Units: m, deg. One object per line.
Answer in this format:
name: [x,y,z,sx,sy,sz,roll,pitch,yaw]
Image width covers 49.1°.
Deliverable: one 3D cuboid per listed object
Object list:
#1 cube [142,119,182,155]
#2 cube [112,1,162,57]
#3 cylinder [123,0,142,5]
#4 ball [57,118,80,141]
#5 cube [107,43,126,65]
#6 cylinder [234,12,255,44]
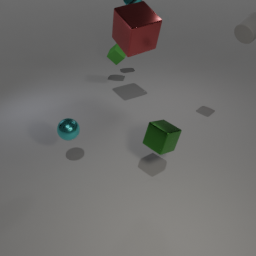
cube: [0.960,0.246,7.931,0.700,0.700,0.700,34,29,34]
cube: [0.313,-3.964,11.235,1.400,1.400,1.400,-23,62,-21]
cylinder: [0.225,-5.999,13.146,0.700,0.700,0.700,-30,25,21]
ball: [-1.836,0.042,8.640,0.700,0.700,0.700,0,32,0]
cube: [-0.569,-3.896,14.700,0.700,0.700,0.700,-29,33,41]
cylinder: [3.845,-3.136,8.803,0.700,0.700,0.700,-42,46,-14]
